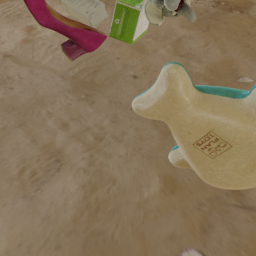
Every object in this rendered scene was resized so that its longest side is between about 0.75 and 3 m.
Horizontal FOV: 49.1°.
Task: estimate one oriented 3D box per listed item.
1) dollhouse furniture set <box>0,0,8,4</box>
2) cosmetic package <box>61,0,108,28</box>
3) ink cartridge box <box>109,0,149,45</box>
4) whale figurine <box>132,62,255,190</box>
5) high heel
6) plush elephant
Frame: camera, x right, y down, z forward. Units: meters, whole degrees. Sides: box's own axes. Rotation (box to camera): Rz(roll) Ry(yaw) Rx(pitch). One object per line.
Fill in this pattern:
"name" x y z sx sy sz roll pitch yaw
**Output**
"dollhouse furniture set" -3.775 -4.649 8.358 1.057 1.298 1.234 -43 26 -29
"cosmetic package" -1.403 -3.874 9.047 0.740 0.523 1.430 -43 63 -11
"ink cartridge box" 0.248 -3.544 7.753 0.753 1.987 1.469 22 37 8
"whale figurine" 1.223 -0.118 3.927 2.328 1.852 1.208 30 42 -16
"high heel" -1.554 -2.791 6.836 1.216 2.529 0.853 -30 57 8
"plush elephant" 1.048 -2.800 5.985 1.337 1.257 1.624 -41 55 -5
